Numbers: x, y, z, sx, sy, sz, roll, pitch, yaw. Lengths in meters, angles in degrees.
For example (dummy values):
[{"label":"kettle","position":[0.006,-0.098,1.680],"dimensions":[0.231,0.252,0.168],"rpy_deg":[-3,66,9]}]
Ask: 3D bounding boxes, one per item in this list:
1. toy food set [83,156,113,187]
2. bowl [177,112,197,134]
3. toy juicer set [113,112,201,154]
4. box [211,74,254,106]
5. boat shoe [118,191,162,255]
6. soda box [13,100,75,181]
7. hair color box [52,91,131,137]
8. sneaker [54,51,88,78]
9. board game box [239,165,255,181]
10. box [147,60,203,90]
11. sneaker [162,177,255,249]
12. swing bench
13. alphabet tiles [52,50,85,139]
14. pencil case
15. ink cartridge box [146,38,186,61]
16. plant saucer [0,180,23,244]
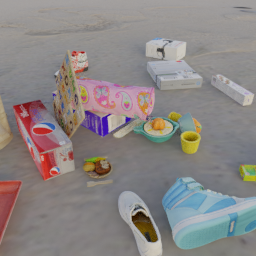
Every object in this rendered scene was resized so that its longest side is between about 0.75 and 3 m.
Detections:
[{"label":"toy food set","position":[-0.802,1.046,7.454],"dimensions":[0.787,0.229,1.140],"rpy_deg":[-7,33,-10]},{"label":"bowl","position":[1.815,-0.048,8.754],"dimensions":[0.421,0.805,0.805],"rpy_deg":[-17,33,2]},{"label":"toy juicer set","position":[1.039,-0.144,8.808],"dimensions":[2.647,0.720,1.684],"rpy_deg":[11,37,20]},{"label":"box","position":[4.183,-1.593,11.398],"dimensions":[0.421,0.451,2.175],"rpy_deg":[-11,33,-16]},{"label":"boat shoe","position":[0.230,1.848,5.846],"dimensions":[0.616,0.606,1.737],"rpy_deg":[-9,34,-14]},{"label":"soda box","position":[-2.484,0.214,8.058],"dimensions":[0.887,0.979,2.797],"rpy_deg":[-18,37,-26]},{"label":"hair color box","position":[-1.285,-0.760,9.734],"dimensions":[2.562,0.830,1.400],"rpy_deg":[25,41,35]},{"label":"sneaker","position":[-2.684,-3.020,13.092],"dimensions":[0.626,1.005,1.875],"rpy_deg":[28,42,36]},{"label":"board game box","position":[3.389,1.177,7.282],"dimensions":[0.840,0.200,0.427],"rpy_deg":[2,32,3]},{"label":"box","position":[2.025,-2.456,12.696],"dimensions":[1.859,0.491,2.384],"rpy_deg":[-5,34,-10]},{"label":"sneaker","position":[1.826,1.547,6.051],"dimensions":[2.307,0.918,1.506],"rpy_deg":[-8,35,-14]},{"label":"swing bench","position":[-4.467,-0.751,8.264],"dimensions":[1.557,2.387,2.400],"rpy_deg":[-19,37,-27]},{"label":"alphabet tiles","position":[-1.817,-0.719,8.077],"dimensions":[0.089,2.371,1.982],"rpy_deg":[-6,71,-30]},{"label":"pencil case","position":[-0.483,-0.851,8.406],"dimensions":[2.599,1.136,1.136],"rpy_deg":[10,34,5]},{"label":"ink cartridge box","position":[2.077,-4.306,15.316],"dimensions":[1.834,0.768,1.331],"rpy_deg":[18,37,26]},{"label":"plant saucer","position":[-3.473,1.979,5.860],"dimensions":[2.092,0.384,2.089],"rpy_deg":[-3,33,-3]}]
